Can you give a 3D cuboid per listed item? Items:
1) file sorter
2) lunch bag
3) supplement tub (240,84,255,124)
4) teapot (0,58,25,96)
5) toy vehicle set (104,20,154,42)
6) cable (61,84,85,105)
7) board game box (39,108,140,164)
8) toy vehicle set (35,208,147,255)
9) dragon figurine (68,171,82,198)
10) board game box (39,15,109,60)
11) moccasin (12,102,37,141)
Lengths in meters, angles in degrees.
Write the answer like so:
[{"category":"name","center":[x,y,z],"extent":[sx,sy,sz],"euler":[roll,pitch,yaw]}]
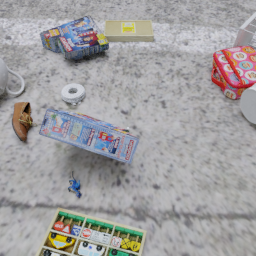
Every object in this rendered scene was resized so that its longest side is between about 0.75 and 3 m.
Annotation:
[{"category":"file sorter","center":[6.520,-4.350,13.767],"extent":[1.699,1.893,2.729],"euler":[32,57,21]},{"category":"lunch bag","center":[4.930,-2.530,12.752],"extent":[2.346,1.091,2.664],"euler":[-10,52,-2]},{"category":"supplement tub","center":[5.896,-1.153,11.090],"extent":[2.333,1.696,1.696],"euler":[-17,51,-14]},{"category":"teapot","center":[-6.018,-1.854,11.699],"extent":[2.418,2.386,1.766],"euler":[-21,87,8]},{"category":"toy vehicle set","center":[0.029,-5.470,15.728],"extent":[2.727,0.362,1.695],"euler":[0,49,0]},{"category":"cable","center":[-2.407,-1.523,12.287],"extent":[1.060,0.367,1.060],"euler":[16,51,13]},{"category":"board game box","center":[-0.963,0.253,9.392],"extent":[2.843,2.845,0.877],"euler":[20,94,10]},{"category":"toy vehicle set","center":[-1.029,3.455,7.946],"extent":[2.823,0.374,1.754],"euler":[11,50,9]},{"category":"dragon figurine","center":[-1.732,1.900,9.363],"extent":[0.479,0.284,0.964],"euler":[1,49,1]},{"category":"board game box","center":[-2.863,-4.494,14.513],"extent":[2.974,0.918,2.976],"euler":[-18,52,-14]},{"category":"moccasin","center":[-4.081,-0.309,11.057],"extent":[0.782,0.741,2.025],"euler":[-16,41,-3]}]
